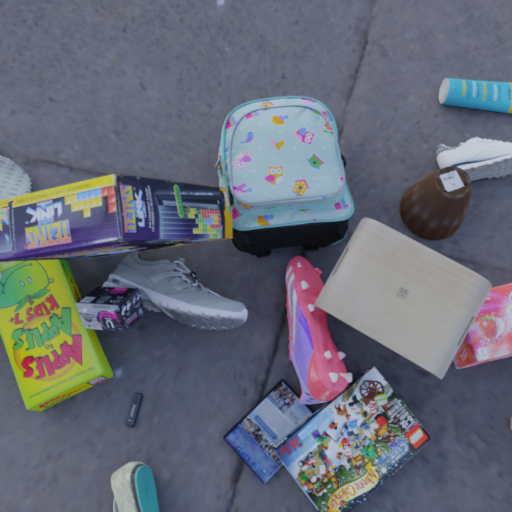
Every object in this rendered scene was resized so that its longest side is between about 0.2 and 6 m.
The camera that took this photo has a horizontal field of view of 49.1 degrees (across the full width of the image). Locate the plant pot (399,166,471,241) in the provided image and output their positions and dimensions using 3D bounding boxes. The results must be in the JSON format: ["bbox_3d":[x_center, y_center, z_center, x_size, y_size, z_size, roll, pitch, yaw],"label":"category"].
[{"bbox_3d":[3.618,-1.147,10.943,1.316,1.408,1.316,0,72,1],"label":"plant pot"}]

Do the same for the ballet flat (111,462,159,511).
[{"bbox_3d":[-1.942,4.769,9.463,0.764,0.826,2.450,-24,67,22],"label":"ballet flat"}]

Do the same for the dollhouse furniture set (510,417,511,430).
[{"bbox_3d":[4.991,3.435,9.461,1.057,1.492,1.625,21,45,6],"label":"dollhouse furniture set"}]

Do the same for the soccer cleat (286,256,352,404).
[{"bbox_3d":[0.911,1.335,10.442,1.079,0.941,2.822,-36,55,34],"label":"soccer cleat"}]

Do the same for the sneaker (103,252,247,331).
[{"bbox_3d":[-1.449,0.562,10.490,2.823,1.055,1.158,17,69,12],"label":"sneaker"}]

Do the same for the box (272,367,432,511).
[{"bbox_3d":[1.691,3.319,9.901,2.339,0.441,1.598,-37,81,-12],"label":"box"}]

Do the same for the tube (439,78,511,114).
[{"bbox_3d":[5.115,-3.486,12.232,2.129,0.536,0.824,5,85,-3],"label":"tube"}]

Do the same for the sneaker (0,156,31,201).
[{"bbox_3d":[-5.696,-0.525,10.837,1.172,1.677,3.371,41,44,-30],"label":"sneaker"}]

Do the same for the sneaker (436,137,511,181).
[{"bbox_3d":[4.822,-2.105,11.634,2.078,0.794,0.836,-8,63,-4],"label":"sneaker"}]

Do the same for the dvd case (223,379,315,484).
[{"bbox_3d":[0.310,3.163,10.192,1.532,0.134,1.093,-42,77,-12],"label":"dvd case"}]

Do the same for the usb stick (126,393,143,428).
[{"bbox_3d":[-2.245,2.837,10.324,0.171,0.101,0.618,12,73,4],"label":"usb stick"}]

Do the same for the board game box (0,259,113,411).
[{"bbox_3d":[-3.963,1.240,10.531,1.471,0.689,2.895,-25,74,-8],"label":"board game box"}]

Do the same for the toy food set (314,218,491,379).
[{"bbox_3d":[2.517,0.699,9.749,2.532,0.765,1.817,30,87,15],"label":"toy food set"}]

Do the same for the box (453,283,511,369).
[{"bbox_3d":[4.804,1.155,10.315,2.442,1.156,1.253,-12,72,-4],"label":"box"}]

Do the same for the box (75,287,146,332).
[{"bbox_3d":[-2.599,0.957,10.029,0.988,0.567,0.653,0,25,27],"label":"box"}]

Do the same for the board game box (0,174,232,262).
[{"bbox_3d":[-2.555,-0.505,9.258,3.408,2.817,0.966,-7,90,30],"label":"board game box"}]

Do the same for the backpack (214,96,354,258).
[{"bbox_3d":[0.479,-1.710,10.759,2.520,2.198,2.867,-7,62,0],"label":"backpack"}]
